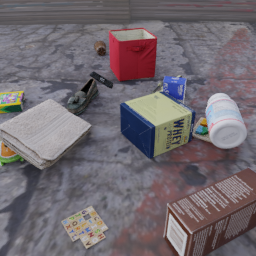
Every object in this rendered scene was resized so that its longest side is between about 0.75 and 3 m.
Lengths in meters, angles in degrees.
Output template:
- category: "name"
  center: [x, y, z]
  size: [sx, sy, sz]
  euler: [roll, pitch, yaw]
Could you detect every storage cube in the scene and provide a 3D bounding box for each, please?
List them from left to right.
- category: "storage cube"
  center: [0.193, -3.814, 14.439]
  size: [1.975, 2.077, 2.310]
  euler: [-10, 36, -15]

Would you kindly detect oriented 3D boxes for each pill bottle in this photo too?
- category: "pill bottle"
  center: [3.168, -0.319, 9.294]
  size: [1.084, 1.084, 1.993]
  euler: [4, 36, 6]

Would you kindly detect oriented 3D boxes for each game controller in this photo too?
- category: "game controller"
  center: [-0.999, -1.814, 10.645]
  size: [0.991, 0.209, 0.517]
  euler: [30, 29, -9]

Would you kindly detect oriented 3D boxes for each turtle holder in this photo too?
- category: "turtle holder"
  center: [-3.837, 0.501, 9.042]
  size: [0.967, 0.903, 1.272]
  euler: [-2, 34, -2]

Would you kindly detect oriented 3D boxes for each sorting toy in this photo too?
- category: "sorting toy"
  center: [3.096, 0.075, 10.257]
  size: [1.320, 0.260, 1.426]
  euler: [19, 38, 26]

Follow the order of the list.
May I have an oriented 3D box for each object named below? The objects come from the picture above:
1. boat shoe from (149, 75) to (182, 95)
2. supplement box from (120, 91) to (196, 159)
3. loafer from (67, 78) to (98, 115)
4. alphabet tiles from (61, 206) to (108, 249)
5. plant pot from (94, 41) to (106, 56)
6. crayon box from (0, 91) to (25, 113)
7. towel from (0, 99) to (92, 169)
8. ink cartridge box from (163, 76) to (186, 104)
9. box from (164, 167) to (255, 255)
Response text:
- category: "boat shoe"
  center: [1.682, -1.801, 12.539]
  size: [0.780, 0.848, 2.372]
  euler: [23, 44, 22]
- category: "supplement box"
  center: [0.984, -0.192, 9.756]
  size: [1.864, 1.253, 1.866]
  euler: [-20, 38, -27]
- category: "loafer"
  center: [-1.991, -1.399, 12.014]
  size: [0.852, 0.746, 2.370]
  euler: [10, 35, 15]
- category: "alphabet tiles"
  center: [-1.034, 2.455, 6.905]
  size: [0.873, 0.039, 1.045]
  euler: [-21, 39, -28]
- category: "plant pot"
  center: [-1.685, -4.878, 17.301]
  size: [0.754, 0.754, 0.746]
  euler: [-7, 43, -10]
- category: "crayon box"
  center: [-5.029, -1.108, 11.925]
  size: [1.089, 0.368, 1.263]
  euler: [-7, 34, -8]
- category: "towel"
  center: [-2.625, 0.042, 9.206]
  size: [1.953, 0.508, 2.947]
  euler: [34, 32, 3]
- category: "ink cartridge box"
  center: [1.755, -1.166, 10.773]
  size: [0.809, 1.720, 0.380]
  euler: [10, 49, 13]
- category: "box"
  center: [2.115, 1.986, 6.508]
  size: [2.507, 1.255, 0.939]
  euler: [-15, 37, -22]
